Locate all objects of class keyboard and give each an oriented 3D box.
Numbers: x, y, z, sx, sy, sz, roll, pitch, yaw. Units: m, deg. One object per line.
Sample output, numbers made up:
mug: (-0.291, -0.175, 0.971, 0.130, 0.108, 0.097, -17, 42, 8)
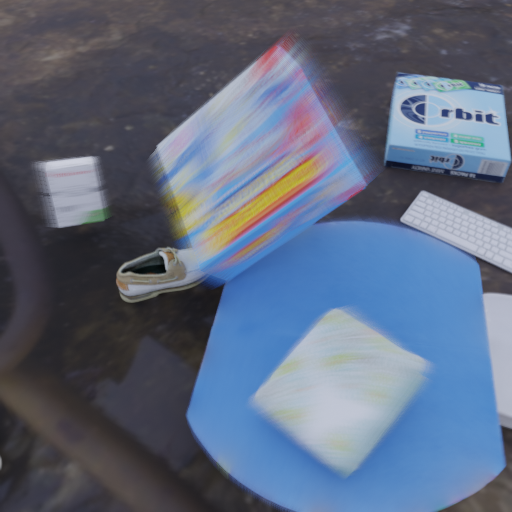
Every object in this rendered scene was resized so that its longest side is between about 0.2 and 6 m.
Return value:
keyboard: (4.156, -0.213, 9.743, 3.213, 0.171, 0.904, 29, 54, 24)

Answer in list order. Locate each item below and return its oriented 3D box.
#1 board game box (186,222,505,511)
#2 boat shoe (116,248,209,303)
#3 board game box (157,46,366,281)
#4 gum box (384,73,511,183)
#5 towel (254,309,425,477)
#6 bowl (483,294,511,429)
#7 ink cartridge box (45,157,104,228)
board game box: (1.229, 1.421, 7.834, 3.715, 0.916, 4.702, 3, 46, 11)
boat shoe: (-1.402, 0.200, 9.078, 1.728, 0.591, 0.646, -23, 52, -20)
board game box: (-0.061, -1.355, 8.314, 2.548, 0.712, 2.495, -35, 58, 21)
gum box: (3.981, -2.768, 11.751, 2.308, 0.605, 2.717, 10, 49, 9)
towel: (1.002, 1.517, 6.583, 1.392, 0.392, 1.627, 32, 67, 33)
bowl: (3.817, 1.595, 7.718, 2.000, 0.746, 1.997, 13, 49, 10)
ink cartridge box: (-3.063, -1.082, 9.485, 0.774, 1.060, 0.447, -10, 30, -14)
